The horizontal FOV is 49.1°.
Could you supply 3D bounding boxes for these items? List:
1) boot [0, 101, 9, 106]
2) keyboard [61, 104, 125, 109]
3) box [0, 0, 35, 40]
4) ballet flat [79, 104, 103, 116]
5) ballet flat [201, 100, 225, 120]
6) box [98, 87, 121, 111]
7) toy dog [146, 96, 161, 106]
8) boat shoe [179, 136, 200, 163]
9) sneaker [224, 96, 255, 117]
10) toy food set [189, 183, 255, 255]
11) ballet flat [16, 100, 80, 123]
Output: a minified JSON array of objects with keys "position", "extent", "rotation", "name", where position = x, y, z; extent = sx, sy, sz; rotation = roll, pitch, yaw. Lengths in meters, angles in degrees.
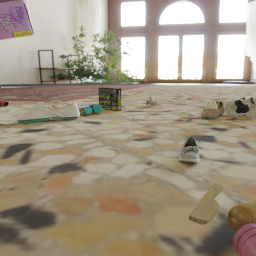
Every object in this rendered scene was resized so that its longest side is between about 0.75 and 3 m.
[{"position":[-5.917,-1.133,12.779],"extent":[0.584,0.293,0.810],"rotation":[11,12,40],"name":"boot"},{"position":[-1.508,-0.936,12.231],"extent":[2.707,0.144,0.762],"rotation":[-4,17,-20],"name":"keyboard"},{"position":[-2.168,-2.536,4.196],"extent":[0.959,1.984,1.746],"rotation":[-14,7,-13],"name":"box"},{"position":[-1.364,-0.614,10.041],"extent":[0.412,0.387,1.140],"rotation":[-16,5,32],"name":"ballet flat"},{"position":[2.882,-0.660,9.533],"extent":[0.566,0.559,1.663],"rotation":[6,13,30],"name":"ballet flat"},{"position":[-0.747,-1.189,11.405],"extent":[1.120,0.897,0.248],"rotation":[9,15,42],"name":"box"},{"position":[1.158,-1.271,13.156],"extent":[0.540,0.395,0.819],"rotation":[-9,14,-39],"name":"toy dog"},{"position":[1.066,0.375,4.818],"extent":[0.337,0.293,0.915],"rotation":[3,11,16],"name":"boat shoe"},{"position":[4.417,-0.795,9.839],"extent":[1.125,0.690,1.728],"rotation":[-21,12,-40],"name":"sneaker"},{"position":[1.374,0.932,2.130],"extent":[1.702,0.268,1.082],"rotation":[15,17,28],"name":"toy food set"},{"position":[-2.465,-0.537,8.705],"extent":[1.916,0.665,0.665],"rotation":[-5,12,-23],"name":"ballet flat"}]
